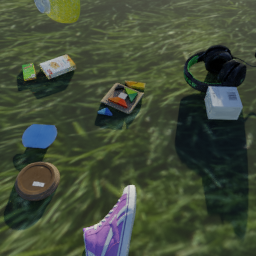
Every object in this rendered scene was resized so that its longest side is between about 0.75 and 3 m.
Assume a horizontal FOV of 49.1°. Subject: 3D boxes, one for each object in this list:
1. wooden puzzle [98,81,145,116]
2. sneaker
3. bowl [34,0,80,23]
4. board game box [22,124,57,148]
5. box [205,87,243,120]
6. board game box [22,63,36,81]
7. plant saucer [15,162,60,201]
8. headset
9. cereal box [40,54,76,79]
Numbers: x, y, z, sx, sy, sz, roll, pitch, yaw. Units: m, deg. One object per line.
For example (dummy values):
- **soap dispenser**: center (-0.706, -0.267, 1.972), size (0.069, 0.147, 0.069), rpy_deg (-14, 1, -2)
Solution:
- **wooden puzzle**: center (-0.179, -1.032, 9.212), size (1.220, 0.211, 1.808), rpy_deg (16, 52, 13)
- **sneaker**: center (-0.419, 2.089, 6.280), size (1.090, 0.693, 1.912), rpy_deg (7, 50, 10)
- **bowl**: center (-2.224, -3.827, 8.221), size (0.888, 1.651, 1.651), rpy_deg (-31, 56, -27)
- **board game box**: center (-2.539, 0.281, 8.125), size (1.014, 0.198, 0.802), rpy_deg (3, 54, 10)
- **box**: center (2.953, -0.778, 8.743), size (0.909, 0.594, 0.905), rpy_deg (1, 50, 1)
- **board game box**: center (-3.579, -2.033, 10.119), size (0.404, 0.127, 0.847), rpy_deg (-14, 54, -12)
- **plant saucer**: center (-2.349, 1.328, 7.249), size (1.142, 0.168, 1.142), rpy_deg (1, 50, -1)
- **headset**: center (3.329, -2.217, 9.448), size (2.920, 1.372, 1.803), rpy_deg (-18, 52, -10)
- **cereal box**: center (-2.557, -2.252, 10.231), size (1.099, 0.217, 0.791), rpy_deg (-27, 55, -21)
